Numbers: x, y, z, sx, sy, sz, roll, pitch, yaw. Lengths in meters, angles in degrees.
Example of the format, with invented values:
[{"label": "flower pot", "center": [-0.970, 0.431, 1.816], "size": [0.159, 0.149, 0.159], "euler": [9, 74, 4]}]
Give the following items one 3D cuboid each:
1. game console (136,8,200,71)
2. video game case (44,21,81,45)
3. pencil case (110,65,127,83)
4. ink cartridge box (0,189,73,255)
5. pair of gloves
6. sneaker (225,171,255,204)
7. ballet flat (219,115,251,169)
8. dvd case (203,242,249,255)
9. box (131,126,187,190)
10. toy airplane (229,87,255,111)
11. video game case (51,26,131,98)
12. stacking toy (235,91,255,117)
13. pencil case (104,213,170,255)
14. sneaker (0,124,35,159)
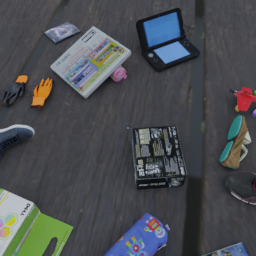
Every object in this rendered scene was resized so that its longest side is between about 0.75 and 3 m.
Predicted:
[{"label": "game console", "center": [1.742, -3.793, 11.976], "size": [2.281, 1.328, 2.006], "euler": [-24, 58, -15]}, {"label": "video game case", "center": [-3.094, -4.503, 13.202], "size": [1.397, 0.133, 0.998], "euler": [-35, 62, -21]}, {"label": "pencil case", "center": [-0.658, -2.566, 11.570], "size": [0.658, 0.658, 1.505], "euler": [-27, 60, -18]}, {"label": "ink cartridge box", "center": [-2.903, 2.886, 7.628], "size": [2.242, 0.849, 1.657], "euler": [18, 57, 13]}, {"label": "pair of gloves", "center": [-3.870, -1.475, 10.884], "size": [1.922, 0.238, 1.713], "euler": [3, 53, 12]}, {"label": "sneaker", "center": [4.356, 1.631, 8.036], "size": [2.771, 1.601, 1.049], "euler": [16, 57, 11]}, {"label": "ballet flat", "center": [3.729, 0.519, 9.455], "size": [0.741, 0.695, 2.049], "euler": [32, 59, -3]}, {"label": "dvd case", "center": [2.539, 3.885, 7.364], "size": [1.718, 0.151, 1.226], "euler": [-14, 57, -10]}, {"label": "box", "center": [0.931, 0.929, 9.010], "size": [1.520, 0.799, 1.857], "euler": [-4, 55, -3]}, {"label": "toy airplane", "center": [4.668, -1.051, 10.385], "size": [1.890, 0.348, 1.890], "euler": [9, 40, -8]}, {"label": "video game case", "center": [-1.550, -2.740, 11.388], "size": [2.585, 0.285, 2.353], "euler": [-46, 63, -8]}, {"label": "stacking toy", "center": [5.023, -0.800, 10.470], "size": [1.690, 0.397, 1.274], "euler": [-35, 62, -22]}, {"label": "pencil case", "center": [0.103, 3.286, 7.338], "size": [2.266, 0.884, 0.984], "euler": [-38, 76, -24]}, {"label": "sneaker", "center": [-4.055, 0.608, 9.215], "size": [1.868, 0.710, 1.350], "euler": [-10, 45, 5]}]
